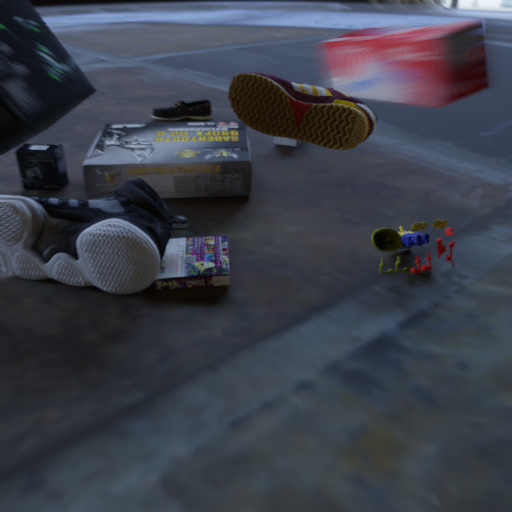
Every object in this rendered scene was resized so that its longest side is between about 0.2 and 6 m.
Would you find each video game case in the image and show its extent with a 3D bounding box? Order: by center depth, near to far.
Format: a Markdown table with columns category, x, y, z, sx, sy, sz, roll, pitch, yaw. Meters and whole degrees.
| category | x | y | z | sx | sy | sz | roll | pitch | yaw |
| --- | --- | --- | --- | --- | --- | --- | --- | --- | --- |
| video game case | -1.067 | 0.092 | 9.540 | 1.216 | 0.240 | 1.341 | -5 | 30 | -4 |

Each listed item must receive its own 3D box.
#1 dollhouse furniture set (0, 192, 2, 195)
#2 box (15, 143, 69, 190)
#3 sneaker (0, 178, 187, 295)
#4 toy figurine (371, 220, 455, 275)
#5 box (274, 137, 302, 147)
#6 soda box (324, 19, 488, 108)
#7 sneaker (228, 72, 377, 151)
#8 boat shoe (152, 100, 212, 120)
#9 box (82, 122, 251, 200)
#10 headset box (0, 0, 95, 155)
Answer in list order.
| category | x | y | z | sx | sy | sz | roll | pitch | yaw |
| --- | --- | --- | --- | --- | --- | --- | --- | --- | --- |
| dollhouse furniture set | -5.913 | -1.163 | 11.603 | 2.338 | 1.142 | 1.994 | 41 | 46 | 16 |
| box | -4.741 | -1.977 | 12.434 | 0.890 | 0.905 | 0.531 | 1 | 30 | 2 |
| sneaker | -3.019 | -0.538 | 9.607 | 3.646 | 1.376 | 2.075 | 13 | 32 | 12 |
| toy figurine | 2.541 | -0.133 | 9.814 | 1.613 | 0.851 | 0.966 | -8 | 3 | -18 |
| box | 0.890 | -3.251 | 15.137 | 0.656 | 0.374 | 0.713 | 10 | 31 | 16 |
| soda box | 2.424 | -3.282 | 9.542 | 0.974 | 1.075 | 3.072 | -24 | 27 | -16 |
| sneaker | 0.618 | -1.975 | 7.612 | 2.049 | 0.768 | 0.923 | 25 | 29 | 16 |
| boat shoe | -2.265 | -4.454 | 17.035 | 1.820 | 0.570 | 0.666 | -4 | 32 | -5 |
| box | -1.933 | -2.280 | 12.987 | 3.554 | 0.859 | 2.815 | -2 | 30 | -2 |
| headset box | -4.006 | -2.920 | 8.281 | 1.302 | 2.445 | 2.808 | -29 | 20 | 20 |
